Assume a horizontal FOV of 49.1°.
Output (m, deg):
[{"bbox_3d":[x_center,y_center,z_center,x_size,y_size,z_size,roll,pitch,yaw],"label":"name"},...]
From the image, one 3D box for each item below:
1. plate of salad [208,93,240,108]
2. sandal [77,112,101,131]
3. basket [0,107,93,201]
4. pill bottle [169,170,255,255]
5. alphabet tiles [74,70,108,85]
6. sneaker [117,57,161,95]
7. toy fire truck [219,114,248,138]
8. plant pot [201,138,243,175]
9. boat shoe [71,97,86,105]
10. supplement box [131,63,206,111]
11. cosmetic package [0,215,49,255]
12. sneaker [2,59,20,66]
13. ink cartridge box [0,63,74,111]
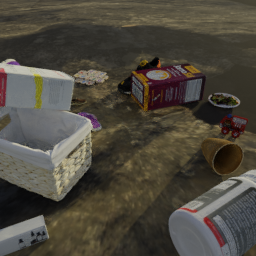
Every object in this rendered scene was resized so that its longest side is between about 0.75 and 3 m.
[{"bbox_3d":[4.133,-1.248,12.024,1.307,0.314,1.307,0,35,0],"label":"plate of salad"},{"bbox_3d":[-1.467,-0.349,10.678,0.586,0.354,1.440,-25,42,-32],"label":"sandal"},{"bbox_3d":[-2.639,0.584,8.066,2.893,1.785,1.961,15,37,22],"label":"basket"},{"bbox_3d":[2.311,2.003,6.311,2.546,1.450,1.450,-21,40,-28],"label":"pill bottle"},{"bbox_3d":[-1.872,-2.595,14.147,1.649,0.120,1.613,16,38,21],"label":"alphabet tiles"},{"bbox_3d":[0.522,-2.526,13.066,2.715,1.222,0.950,-29,44,-35],"label":"sneaker"},{"bbox_3d":[3.758,-0.134,10.011,0.901,0.757,0.505,21,40,27],"label":"toy fire truck"},{"bbox_3d":[2.783,0.736,8.672,1.037,1.037,1.112,-9,22,-13],"label":"plant pot"},{"bbox_3d":[-2.167,-1.148,11.892,0.794,0.294,0.293,-9,36,-13],"label":"boat shoe"},{"bbox_3d":[1.688,-1.798,12.016,2.808,1.203,1.549,-12,36,-17],"label":"supplement box"},{"bbox_3d":[-2.539,2.499,6.376,1.340,0.553,0.339,-16,37,-20],"label":"cosmetic package"},{"bbox_3d":[-5.400,-2.052,12.805,1.222,1.181,2.928,11,42,-11],"label":"sneaker"},{"bbox_3d":[-2.903,-1.200,8.034,2.306,0.962,1.674,2,18,-28],"label":"ink cartridge box"}]
